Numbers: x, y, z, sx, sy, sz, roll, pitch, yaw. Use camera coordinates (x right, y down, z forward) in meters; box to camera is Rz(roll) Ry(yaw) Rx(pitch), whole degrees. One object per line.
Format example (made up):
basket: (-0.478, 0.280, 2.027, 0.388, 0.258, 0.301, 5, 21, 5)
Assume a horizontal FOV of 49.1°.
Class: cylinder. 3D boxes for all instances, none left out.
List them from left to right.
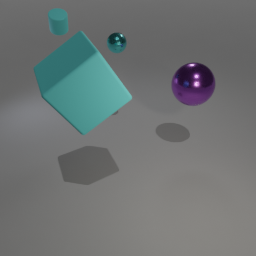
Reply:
cylinder: (-2.607, -3.973, 10.493, 0.700, 0.700, 0.700, 4, 58, -6)

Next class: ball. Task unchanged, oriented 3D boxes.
ball: (-0.391, -2.962, 9.763, 0.700, 0.700, 0.700, 0, 30, 0)
ball: (2.114, -1.415, 9.103, 1.400, 1.400, 1.400, 0, 30, 0)

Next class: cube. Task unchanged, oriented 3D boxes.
cube: (-1.021, -1.001, 6.229, 1.400, 1.400, 1.400, -37, 42, 3)
